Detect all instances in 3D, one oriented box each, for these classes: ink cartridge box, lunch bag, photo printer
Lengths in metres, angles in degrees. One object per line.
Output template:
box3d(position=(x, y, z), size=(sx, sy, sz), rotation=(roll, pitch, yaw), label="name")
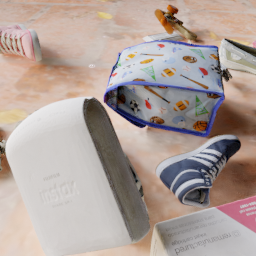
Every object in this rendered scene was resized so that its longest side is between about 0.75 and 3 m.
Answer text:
box3d(position=(1.699, 2.405, 3.408), size=(2.055, 1.161, 2.805), rotation=(-11, 41, -13), label="ink cartridge box")
box3d(position=(0.891, -1.162, 7.364), size=(2.750, 1.703, 2.338), rotation=(10, 42, 2), label="lunch bag")
box3d(position=(-0.815, 0.687, 4.058), size=(1.763, 2.118, 0.736), rotation=(-21, -1, 28), label="photo printer")

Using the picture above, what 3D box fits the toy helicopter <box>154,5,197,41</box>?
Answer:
box3d(position=(1.983, -4.372, 11.822), size=(1.488, 0.887, 2.249), rotation=(-16, 54, -47), label="toy helicopter")

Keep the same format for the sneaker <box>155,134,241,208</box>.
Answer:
box3d(position=(1.660, 0.864, 5.628), size=(1.988, 0.697, 1.079), rotation=(-20, 38, -13), label="sneaker")

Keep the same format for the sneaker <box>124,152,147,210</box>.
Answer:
box3d(position=(-0.425, 0.625, 5.612), size=(1.070, 1.161, 2.902), rotation=(-19, 42, -20), label="sneaker")

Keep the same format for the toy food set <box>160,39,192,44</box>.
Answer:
box3d(position=(1.696, -3.020, 10.540), size=(1.567, 0.473, 1.124), rotation=(-4, 40, -4), label="toy food set")

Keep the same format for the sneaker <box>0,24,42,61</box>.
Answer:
box3d(position=(-4.134, -3.004, 10.019), size=(1.532, 1.103, 2.931), rotation=(-18, 36, -26), label="sneaker")

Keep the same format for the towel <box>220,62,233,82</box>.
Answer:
box3d(position=(2.844, -1.793, 8.711), size=(0.322, 0.624, 0.753), rotation=(-43, 50, 15), label="towel")

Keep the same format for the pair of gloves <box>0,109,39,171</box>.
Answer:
box3d(position=(-2.737, 0.280, 6.613), size=(2.222, 0.390, 1.889), rotation=(-12, 41, -13), label="pair of gloves")

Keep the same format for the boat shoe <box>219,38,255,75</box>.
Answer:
box3d(position=(4.432, -2.351, 9.406), size=(2.739, 0.878, 1.009), rotation=(19, 43, 22), label="boat shoe")

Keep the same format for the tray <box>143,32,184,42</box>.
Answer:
box3d(position=(1.490, -3.800, 11.729), size=(1.585, 0.176, 0.851), rotation=(-17, 43, -19), label="tray")

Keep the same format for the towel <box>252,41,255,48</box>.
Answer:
box3d(position=(6.083, -3.156, 10.847), size=(1.485, 0.304, 2.030), rotation=(-30, 48, -31), label="towel")
